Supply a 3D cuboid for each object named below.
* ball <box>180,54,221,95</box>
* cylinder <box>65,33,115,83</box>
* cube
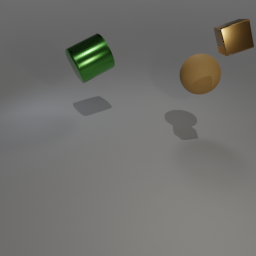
[{"bbox_3d":[2.515,-1.873,9.781,1.400,1.400,1.400,0,31,0],"label":"ball"},{"bbox_3d":[-1.435,-2.638,10.640,1.400,1.400,1.400,-31,38,-10],"label":"cylinder"},{"bbox_3d":[2.678,-2.314,7.131,0.700,0.700,0.700,-17,20,9],"label":"cube"}]
